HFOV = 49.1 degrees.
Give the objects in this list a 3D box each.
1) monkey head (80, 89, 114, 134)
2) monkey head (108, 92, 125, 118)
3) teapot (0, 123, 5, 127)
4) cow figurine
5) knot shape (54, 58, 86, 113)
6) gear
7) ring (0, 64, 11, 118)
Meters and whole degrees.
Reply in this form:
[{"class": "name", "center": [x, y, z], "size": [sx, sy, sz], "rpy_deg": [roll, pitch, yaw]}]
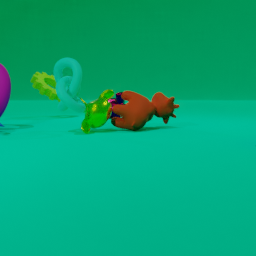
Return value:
[{"class": "monkey head", "center": [-0.870, -0.440, 6.795], "size": [0.904, 1.256, 0.757], "rpy_deg": [34, -17, -10]}, {"class": "monkey head", "center": [-0.533, -0.952, 11.146], "size": [1.627, 1.171, 0.981], "rpy_deg": [-19, 33, -39]}, {"class": "teapot", "center": [-3.581, -0.341, 6.143], "size": [1.841, 0.902, 1.145], "rpy_deg": [4, -19, -2]}, {"class": "cow figurine", "center": [0.486, -0.421, 7.285], "size": [1.546, 0.862, 1.571], "rpy_deg": [17, 36, 9]}, {"class": "knot shape", "center": [-1.357, -0.979, 6.427], "size": [0.611, 1.238, 1.323], "rpy_deg": [-7, 11, -14]}, {"class": "gear", "center": [-3.184, -1.716, 11.761], "size": [1.719, 0.318, 1.719], "rpy_deg": [31, 22, -14]}, {"class": "ring", "center": [-3.849, -0.909, 7.529], "size": [1.863, 1.863, 0.373], "rpy_deg": [4, -8, 30]}]
